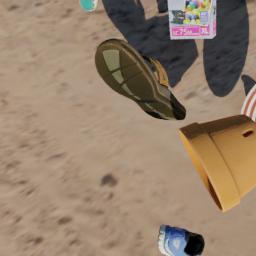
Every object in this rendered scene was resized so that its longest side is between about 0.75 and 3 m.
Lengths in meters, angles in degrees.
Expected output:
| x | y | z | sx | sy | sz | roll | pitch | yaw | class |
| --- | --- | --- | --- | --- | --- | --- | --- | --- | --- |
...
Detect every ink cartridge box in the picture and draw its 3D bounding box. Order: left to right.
| x | y | z | sx | sy | sz | roll | pitch | yaw | class |
| --- | --- | --- | --- | --- | --- | --- | --- | --- | --- |
| 1.457 | -2.988 | 6.444 | 1.074 | 1.801 | 0.378 | 9 | 33 | 29 | ink cartridge box |

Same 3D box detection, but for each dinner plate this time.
| x | y | z | sx | sy | sz | roll | pitch | yaw | class |
| --- | --- | --- | --- | --- | --- | --- | --- | --- | --- |
| 3.325 | 0.006 | 5.211 | 0.308 | 2.541 | 2.541 | -5 | 75 | -41 | dinner plate |

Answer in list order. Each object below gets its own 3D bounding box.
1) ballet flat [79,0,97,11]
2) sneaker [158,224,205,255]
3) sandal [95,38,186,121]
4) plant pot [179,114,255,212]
| x | y | z | sx | sy | sz | roll | pitch | yaw | class |
| --- | --- | --- | --- | --- | --- | --- | --- | --- | --- |
| -0.684 | -2.533 | 4.576 | 0.432 | 1.204 | 0.432 | 1 | 54 | -1 | ballet flat |
| 0.892 | 1.845 | 4.175 | 0.550 | 1.233 | 0.484 | -6 | 50 | 29 | sneaker |
| 0.401 | -0.916 | 5.424 | 1.135 | 2.777 | 0.758 | 6 | 73 | 41 | sandal |
| 1.694 | 0.474 | 4.739 | 1.087 | 1.553 | 1.553 | -26 | 79 | 5 | plant pot |
